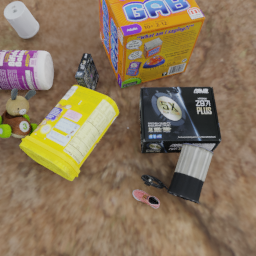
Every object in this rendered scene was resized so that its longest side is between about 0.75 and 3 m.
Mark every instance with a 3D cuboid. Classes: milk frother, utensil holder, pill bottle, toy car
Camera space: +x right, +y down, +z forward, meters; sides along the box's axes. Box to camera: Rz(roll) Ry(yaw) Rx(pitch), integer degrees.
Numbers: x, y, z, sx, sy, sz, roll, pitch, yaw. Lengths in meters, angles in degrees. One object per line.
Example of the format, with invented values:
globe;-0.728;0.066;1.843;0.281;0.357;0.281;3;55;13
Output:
milk frother;1.213;1.022;7.029;1.377;1.243;1.296;24;77;-17
utensil holder;-3.517;-3.569;9.273;0.783;0.922;0.783;-3;70;9
pill bottle;-3.460;-1.765;8.554;2.123;1.192;1.192;0;64;0
toy car;-2.967;-0.471;7.655;1.019;1.061;1.292;38;113;29

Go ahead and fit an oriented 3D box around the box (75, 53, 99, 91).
box;-1.207;-1.555;8.494;0.242;1.110;0.889;7;65;13

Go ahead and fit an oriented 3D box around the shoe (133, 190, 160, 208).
shoe;0.481;1.817;7.304;0.783;0.356;0.280;27;67;12

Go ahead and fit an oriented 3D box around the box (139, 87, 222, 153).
box;1.397;-0.229;7.976;2.094;0.902;1.715;0;63;0

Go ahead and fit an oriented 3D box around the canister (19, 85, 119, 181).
canister;-1.526;0.039;7.691;1.733;1.010;2.333;23;64;26

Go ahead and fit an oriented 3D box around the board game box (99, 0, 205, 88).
board game box;0.525;-2.994;8.460;2.279;2.277;2.278;-16;66;-11
